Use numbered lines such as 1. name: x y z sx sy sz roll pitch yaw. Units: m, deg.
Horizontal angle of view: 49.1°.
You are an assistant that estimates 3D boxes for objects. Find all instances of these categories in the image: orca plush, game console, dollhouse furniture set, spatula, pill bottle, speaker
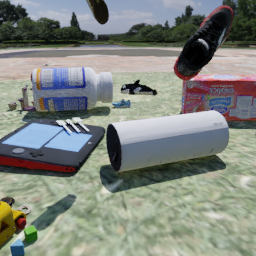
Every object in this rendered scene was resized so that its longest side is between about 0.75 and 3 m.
1. orca plush: 0.536 -2.070 13.965 1.891 0.672 0.995 12 23 31
2. game console: -2.080 0.349 7.657 2.404 0.422 2.718 4 21 11
3. dollhouse furniture set: -4.104 -1.412 11.618 1.148 1.029 1.449 4 20 12
4. spatula: -1.626 -0.088 8.399 0.749 0.086 1.077 -6 24 -32
5. pill bottle: -2.135 -1.541 11.059 2.975 1.667 1.667 -3 20 -11
6. speaker: 0.937 0.285 6.762 2.850 1.157 1.157 -8 21 -20

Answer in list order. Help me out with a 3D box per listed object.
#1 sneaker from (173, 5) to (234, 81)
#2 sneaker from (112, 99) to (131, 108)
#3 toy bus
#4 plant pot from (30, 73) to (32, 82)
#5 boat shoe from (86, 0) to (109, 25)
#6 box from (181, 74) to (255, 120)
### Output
1. sneaker: 2.320 -2.559 8.231 0.898 2.540 1.241 37 4 2
2. sneaker: -0.269 -1.045 11.591 0.798 0.359 0.313 -4 20 -10
3. toy bus: -2.089 1.412 4.358 1.179 0.646 1.250 -9 22 -23
4. plant pot: -4.641 -2.636 15.151 0.990 0.990 0.901 -16 32 -37
5. boat shoe: -0.700 -2.631 5.826 0.360 1.004 0.382 -38 56 -8
6. box: 3.474 -1.160 10.311 2.873 1.474 1.360 1 20 6
